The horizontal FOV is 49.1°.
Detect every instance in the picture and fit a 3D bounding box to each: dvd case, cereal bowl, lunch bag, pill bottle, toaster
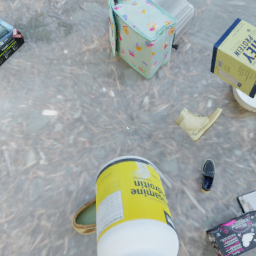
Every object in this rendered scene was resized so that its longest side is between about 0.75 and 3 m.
[{"bbox_3d":[4.116,2.657,8.867,0.896,0.110,1.256,-16,69,-7],"label":"dvd case"},{"bbox_3d":[4.620,-1.315,10.154,1.741,0.725,1.741,0,68,-1],"label":"cereal bowl"},{"bbox_3d":[0.227,-3.505,10.197,2.716,2.314,1.656,41,74,15],"label":"lunch bag"},{"bbox_3d":[0.139,2.056,5.943,1.613,1.613,2.880,-7,35,-3],"label":"pill bottle"},{"bbox_3d":[1.400,-4.318,11.012,2.579,1.466,1.666,37,70,15],"label":"toaster"}]

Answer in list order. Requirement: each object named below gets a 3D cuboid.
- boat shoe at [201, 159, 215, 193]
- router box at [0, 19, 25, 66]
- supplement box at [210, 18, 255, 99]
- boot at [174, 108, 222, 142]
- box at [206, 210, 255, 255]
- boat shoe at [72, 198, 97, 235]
[{"bbox_3d":[2.645,1.555,9.191,0.426,0.356,1.142,13,67,7],"label":"boat shoe"},{"bbox_3d":[-5.463,-3.273,10.988,1.657,0.687,2.212,33,71,12],"label":"router box"},{"bbox_3d":[2.975,-1.704,7.072,1.407,1.409,0.946,40,86,20],"label":"supplement box"},{"bbox_3d":[1.860,-0.295,7.469,0.861,0.403,1.108,44,112,15],"label":"boot"},{"bbox_3d":[3.224,3.111,8.144,1.546,1.022,0.887,-23,69,-3],"label":"box"},{"bbox_3d":[-0.378,2.329,8.486,2.850,1.052,1.078,-29,71,-11],"label":"boat shoe"}]
